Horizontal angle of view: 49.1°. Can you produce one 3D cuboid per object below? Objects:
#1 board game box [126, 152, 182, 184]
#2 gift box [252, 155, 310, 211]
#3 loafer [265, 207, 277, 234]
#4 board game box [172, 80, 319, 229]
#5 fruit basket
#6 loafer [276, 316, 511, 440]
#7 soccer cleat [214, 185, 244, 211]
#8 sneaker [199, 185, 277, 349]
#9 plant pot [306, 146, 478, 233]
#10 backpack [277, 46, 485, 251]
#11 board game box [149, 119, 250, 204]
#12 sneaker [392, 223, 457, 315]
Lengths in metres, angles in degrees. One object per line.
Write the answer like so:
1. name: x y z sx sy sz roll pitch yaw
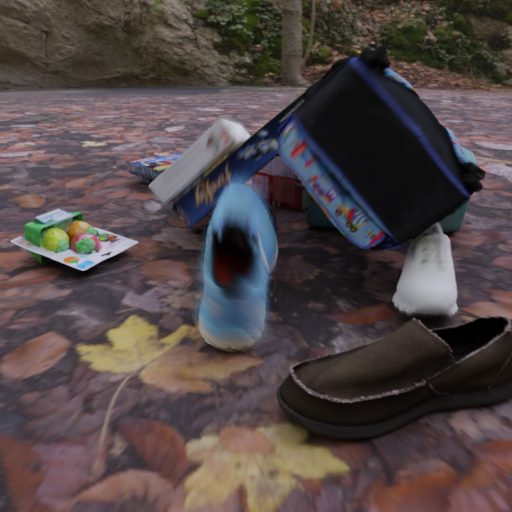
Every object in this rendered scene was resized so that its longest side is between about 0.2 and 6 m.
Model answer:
1. board game box: -2.714 -2.654 17.074 2.205 0.680 2.206 17 28 40
2. gift box: 0.890 -2.359 14.834 1.951 1.800 1.822 19 30 30
3. loafer: -0.030 -0.574 11.800 0.687 0.671 1.881 5 22 13
4. board game box: -0.162 -1.998 11.766 3.670 0.635 2.486 -41 7 -6
5. fruit basket: -3.521 -0.319 10.966 1.801 0.844 1.668 13 25 23
6. loafer: 1.706 1.229 6.614 3.118 1.112 1.138 -8 23 -19
7. soccer cleat: -0.583 -1.600 14.111 0.817 0.877 2.396 1 22 7
8. sneaker: -0.199 -0.143 8.374 1.177 1.351 3.004 3 45 -3
9. plant pot: 3.150 -1.794 12.910 3.357 2.373 2.371 13 24 11
10. backpack: 2.218 -1.888 10.027 2.284 3.099 3.395 -40 1 22
11. board game box: -1.121 -2.153 12.667 2.023 0.555 3.204 -40 5 11
12. sneaker: 2.799 0.192 9.180 0.987 1.040 2.583 7 18 11
